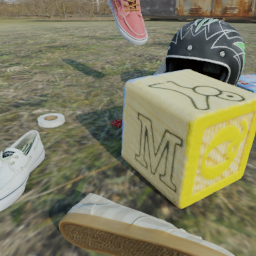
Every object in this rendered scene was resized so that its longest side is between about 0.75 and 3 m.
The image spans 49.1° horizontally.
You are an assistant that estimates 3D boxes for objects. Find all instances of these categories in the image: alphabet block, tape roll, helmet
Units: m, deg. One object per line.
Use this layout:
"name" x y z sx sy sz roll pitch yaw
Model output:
"alphabet block" 1.131 0.059 5.530 1.855 1.865 1.899 -17 34 -29
"tape roll" -2.290 -0.235 8.343 0.791 0.145 0.791 1 25 0
"helmet" 2.645 -2.361 9.640 2.834 2.702 2.834 -6 34 4

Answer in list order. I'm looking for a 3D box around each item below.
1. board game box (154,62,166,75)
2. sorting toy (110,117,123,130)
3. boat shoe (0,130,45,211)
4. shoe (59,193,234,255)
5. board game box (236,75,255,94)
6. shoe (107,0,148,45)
"board game box" 2.216 -2.624 12.290 2.061 0.357 1.301 -15 -16 -29
"sorting toy" 0.493 -0.127 7.845 1.064 0.373 2.207 -22 32 -39
"boat shoe" -2.339 0.729 5.576 0.795 0.721 2.160 1 25 3
"shoe" 0.282 1.465 3.761 2.630 0.920 0.702 10 33 25
"board game box" 4.958 -1.647 11.048 1.700 0.411 2.247 -6 26 -12
"shoe" 0.018 -4.145 9.543 0.926 1.179 2.593 -16 68 -21
